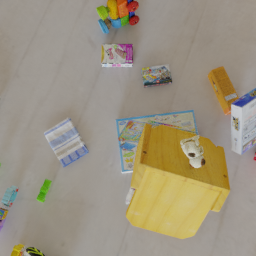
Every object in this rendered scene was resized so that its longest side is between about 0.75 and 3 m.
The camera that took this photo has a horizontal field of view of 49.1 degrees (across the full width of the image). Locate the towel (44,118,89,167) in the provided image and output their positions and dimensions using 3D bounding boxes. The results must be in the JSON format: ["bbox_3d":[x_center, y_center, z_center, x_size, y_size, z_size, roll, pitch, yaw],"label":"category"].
[{"bbox_3d":[-2.145,0.485,9.729,1.076,0.174,1.465,-31,80,-6],"label":"towel"}]

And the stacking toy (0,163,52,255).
[{"bbox_3d":[-3.992,2.680,9.068,2.132,0.664,2.828,21,77,3],"label":"stacking toy"}]

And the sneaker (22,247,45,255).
[{"bbox_3d":[-2.622,4.484,8.694,1.748,0.659,0.668,34,87,17],"label":"sneaker"}]

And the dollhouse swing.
[{"bbox_3d":[1.406,1.735,9.056,2.715,2.387,2.467,16,43,-4],"label":"dollhouse swing"}]

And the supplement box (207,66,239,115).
[{"bbox_3d":[3.418,-1.330,9.925,0.567,0.548,1.648,-22,79,-5],"label":"supplement box"}]

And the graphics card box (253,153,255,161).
[{"bbox_3d":[5.470,0.267,9.538,1.556,0.631,2.481,22,80,5],"label":"graphics card box"}]

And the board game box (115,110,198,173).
[{"bbox_3d":[1.025,0.456,9.580,2.734,0.468,1.838,-7,78,-2],"label":"board game box"}]

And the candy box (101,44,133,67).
[{"bbox_3d":[-0.400,-2.668,10.307,1.160,0.354,0.791,-1,79,0],"label":"candy box"}]

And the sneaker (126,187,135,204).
[{"bbox_3d":[0.683,2.522,9.177,1.610,0.603,0.802,26,98,5],"label":"sneaker"}]

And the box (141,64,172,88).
[{"bbox_3d":[1.035,-1.899,10.223,1.035,0.195,0.707,-9,78,-2],"label":"box"}]

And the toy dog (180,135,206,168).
[{"bbox_3d":[1.863,0.709,7.804,0.568,0.789,0.814,-22,100,20],"label":"toy dog"}]

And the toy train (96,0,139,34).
[{"bbox_3d":[-0.471,-4.256,9.593,1.436,2.481,1.050,-31,80,-2],"label":"toy train"}]

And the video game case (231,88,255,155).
[{"bbox_3d":[3.841,-0.345,8.447,1.848,1.675,0.420,-29,34,-23],"label":"video game case"}]
